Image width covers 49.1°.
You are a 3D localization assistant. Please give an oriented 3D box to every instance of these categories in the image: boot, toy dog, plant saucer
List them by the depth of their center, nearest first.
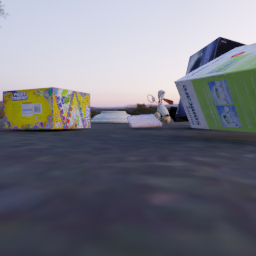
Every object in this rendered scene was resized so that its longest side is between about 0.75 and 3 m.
[{"bbox_3d":[2.273,-0.752,11.058,1.291,0.587,1.536,5,40,-8],"label":"boot"},{"bbox_3d":[1.624,-0.986,12.747,1.061,1.609,0.775,-17,-1,-34],"label":"toy dog"},{"bbox_3d":[-0.823,-0.608,15.961,2.669,0.670,2.669,1,2,0],"label":"plant saucer"}]

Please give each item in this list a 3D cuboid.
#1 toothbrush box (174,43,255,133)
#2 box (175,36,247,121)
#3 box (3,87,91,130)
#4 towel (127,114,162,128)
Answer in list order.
[{"bbox_3d":[2.133,-0.726,4.273,1.690,0.999,2.320,-30,14,-21],"label":"toothbrush box"},{"bbox_3d":[2.392,-1.144,7.894,1.271,2.063,2.046,14,-2,-8],"label":"box"},{"bbox_3d":[-1.934,-0.424,6.825,1.512,0.923,1.457,0,0,25],"label":"box"},{"bbox_3d":[0.428,-0.197,7.718,0.842,0.136,0.804,-3,21,-11],"label":"towel"}]
